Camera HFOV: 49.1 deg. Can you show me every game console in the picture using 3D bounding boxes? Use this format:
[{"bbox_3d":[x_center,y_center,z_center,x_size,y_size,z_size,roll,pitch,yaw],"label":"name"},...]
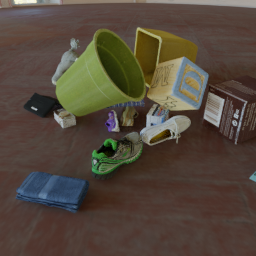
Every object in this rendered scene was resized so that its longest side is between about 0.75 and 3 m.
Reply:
[{"bbox_3d":[-3.755,-1.004,12.936,1.549,0.902,1.362,22,68,33],"label":"game console"}]

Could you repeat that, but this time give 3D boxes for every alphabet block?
[{"bbox_3d":[1.876,-1.597,10.606,1.486,1.494,1.522,27,-13,-31],"label":"alphabet block"}]

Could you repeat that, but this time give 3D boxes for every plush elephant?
[{"bbox_3d":[-2.469,-3.144,14.824,2.007,2.592,2.135,40,39,22],"label":"plush elephant"}]

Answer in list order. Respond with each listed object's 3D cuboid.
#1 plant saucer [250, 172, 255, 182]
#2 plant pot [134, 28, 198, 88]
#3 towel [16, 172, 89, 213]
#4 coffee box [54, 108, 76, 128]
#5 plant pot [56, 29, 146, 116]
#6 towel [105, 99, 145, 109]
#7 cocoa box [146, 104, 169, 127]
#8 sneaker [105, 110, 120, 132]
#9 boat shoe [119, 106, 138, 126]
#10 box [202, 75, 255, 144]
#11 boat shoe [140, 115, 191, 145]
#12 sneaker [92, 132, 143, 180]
[{"bbox_3d":[4.703,1.756,8.333,0.677,0.184,1.936,-27,41,-36],"label":"plant saucer"},{"bbox_3d":[2.152,-3.875,15.443,2.797,2.716,2.734,-8,31,-24],"label":"plant pot"},{"bbox_3d":[-2.120,1.776,8.019,1.893,0.459,1.057,6,31,12],"label":"towel"},{"bbox_3d":[-2.659,-0.435,11.737,0.576,0.401,1.007,-19,36,-29],"label":"coffee box"},{"bbox_3d":[-1.222,-1.756,10.684,2.722,2.866,2.866,-26,18,31],"label":"plant pot"},{"bbox_3d":[-0.259,-1.264,12.064,1.758,0.210,1.273,-3,38,-13],"label":"towel"},{"bbox_3d":[1.231,-0.427,11.442,0.678,0.689,1.033,11,33,18],"label":"cocoa box"},{"bbox_3d":[-0.685,-0.297,11.435,0.542,0.524,1.299,-9,32,-5],"label":"sneaker"},{"bbox_3d":[0.094,-0.639,11.990,0.698,0.657,1.833,15,41,-1],"label":"boat shoe"},{"bbox_3d":[4.426,-0.795,10.957,2.198,1.824,1.805,-17,35,-26],"label":"box"},{"bbox_3d":[1.567,0.164,10.372,2.135,0.789,0.910,-15,34,-21],"label":"boat shoe"},{"bbox_3d":[-0.270,0.717,9.247,0.920,1.005,2.358,19,35,29],"label":"sneaker"}]
